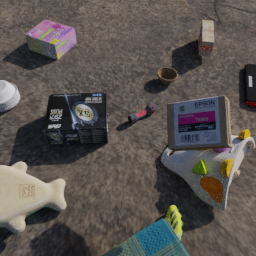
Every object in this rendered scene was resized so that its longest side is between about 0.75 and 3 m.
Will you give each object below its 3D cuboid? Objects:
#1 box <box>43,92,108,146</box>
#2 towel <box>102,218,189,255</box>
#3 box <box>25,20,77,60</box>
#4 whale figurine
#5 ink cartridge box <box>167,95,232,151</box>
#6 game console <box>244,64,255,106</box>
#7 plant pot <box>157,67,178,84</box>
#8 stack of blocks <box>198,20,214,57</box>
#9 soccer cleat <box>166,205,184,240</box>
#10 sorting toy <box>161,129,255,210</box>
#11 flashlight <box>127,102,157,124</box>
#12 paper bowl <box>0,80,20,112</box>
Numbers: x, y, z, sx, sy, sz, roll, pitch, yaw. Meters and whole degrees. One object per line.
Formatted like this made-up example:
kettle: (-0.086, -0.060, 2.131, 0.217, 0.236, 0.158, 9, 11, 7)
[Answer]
box: (-1.992, -0.381, 11.187, 2.364, 1.018, 1.936, -2, 51, -2)
towel: (0.356, 4.068, 7.626, 2.921, 0.317, 2.142, -30, 55, -6)
box: (-4.052, -4.714, 14.831, 1.947, 0.941, 1.713, 23, 54, 17)
whale figurine: (-3.491, 2.244, 8.983, 2.882, 1.495, 2.293, 4, 58, -27)
ink cartridge box: (1.971, -0.086, 7.838, 1.676, 0.630, 1.381, -7, 78, 28)
game console: (6.680, -1.908, 12.916, 2.506, 0.440, 2.833, 7, 50, 13)
plant pot: (1.836, -2.405, 13.229, 0.954, 0.441, 0.954, 3, 51, -3)
stack of blocks: (4.044, -4.564, 14.577, 0.583, 1.147, 1.992, 8, 51, 6)
soccer cleat: (1.223, 3.260, 8.416, 0.847, 0.655, 2.025, 3, 51, 4)
sorting toy: (2.720, 0.929, 10.099, 2.688, 1.595, 2.986, 14, 49, 36)
flashlight: (0.596, -0.649, 11.755, 1.329, 0.452, 0.450, -26, 89, -26)
paper bowl: (-5.606, -1.472, 12.179, 1.578, 0.821, 1.578, -2, 46, 2)
